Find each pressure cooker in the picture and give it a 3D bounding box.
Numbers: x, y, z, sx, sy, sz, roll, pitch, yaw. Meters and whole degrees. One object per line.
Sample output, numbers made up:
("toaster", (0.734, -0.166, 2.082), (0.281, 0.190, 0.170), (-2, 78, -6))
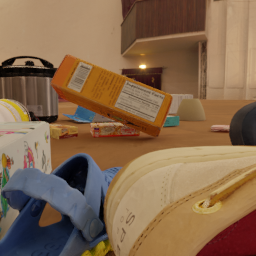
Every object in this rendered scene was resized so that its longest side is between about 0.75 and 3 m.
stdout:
("pressure cooker", (-3.500, -1.373, 10.015), (2.105, 2.356, 2.073), (2, 8, 23))

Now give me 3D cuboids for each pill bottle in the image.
("pill bottle", (-2.389, -0.028, 4.986), (0.957, 0.957, 1.675), (-1, 7, -6))

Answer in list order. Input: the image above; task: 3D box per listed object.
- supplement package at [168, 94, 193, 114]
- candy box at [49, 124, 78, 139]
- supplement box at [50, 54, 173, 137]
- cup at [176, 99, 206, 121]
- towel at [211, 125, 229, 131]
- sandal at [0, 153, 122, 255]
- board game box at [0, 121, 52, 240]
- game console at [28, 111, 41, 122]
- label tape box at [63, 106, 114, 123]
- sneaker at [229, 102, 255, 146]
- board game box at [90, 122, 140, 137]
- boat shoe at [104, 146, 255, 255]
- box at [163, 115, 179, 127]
("supplement package", (2.409, -1.268, 14.650), (1.796, 0.984, 1.021), (-4, 8, -32))
("candy box", (-1.729, 0.074, 6.886), (0.943, 0.261, 0.544), (7, 10, 44))
("supplement box", (-0.352, -0.729, 6.549), (2.694, 0.927, 0.896), (25, -12, 6))
("cup", (2.469, -0.736, 11.047), (1.175, 0.840, 1.175), (0, 8, 0))
("towel", (2.748, 0.016, 7.949), (0.721, 0.147, 0.985), (3, 5, 21))
("sandal", (-0.274, 0.486, 1.876), (0.625, 0.685, 1.573), (3, 8, 19))
("board game box", (-1.730, 0.385, 2.561), (1.695, 0.738, 2.297), (-2, 6, -7))
("game console", (-3.204, 0.091, 7.216), (1.624, 0.964, 1.399), (1, -24, 6))
("label tape box", (-1.083, -0.738, 10.856), (2.431, 0.804, 1.742), (-2, 11, -32))
("sneaker", (3.092, -0.005, 4.479), (2.899, 1.017, 1.189), (-3, 5, -17))
("board game box", (-0.362, 0.024, 7.244), (1.164, 0.270, 0.882), (-1, 7, -11))
("boat shoe", (1.256, 0.455, 1.410), (2.705, 0.997, 0.936), (-10, 11, -7))
("box", (0.966, -0.208, 8.828), (1.270, 0.312, 0.522), (-4, 6, -29))
